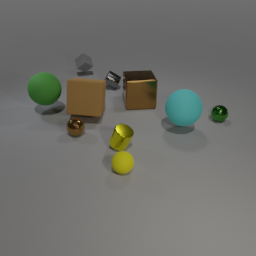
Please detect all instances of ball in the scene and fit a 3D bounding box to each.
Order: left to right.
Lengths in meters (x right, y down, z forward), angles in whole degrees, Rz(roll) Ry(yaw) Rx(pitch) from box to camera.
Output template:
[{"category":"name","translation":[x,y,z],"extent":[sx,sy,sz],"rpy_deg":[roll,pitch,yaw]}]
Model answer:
[{"category":"ball","translation":[-3.547,-1.662,11.944],"extent":[1.400,1.400,1.400],"rpy_deg":[0,30,0]},{"category":"ball","translation":[-2.009,-0.040,10.716],"extent":[0.700,0.700,0.700],"rpy_deg":[0,30,0]},{"category":"ball","translation":[-0.165,1.073,8.739],"extent":[0.700,0.700,0.700],"rpy_deg":[0,30,0]},{"category":"ball","translation":[2.121,-0.771,10.669],"extent":[1.400,1.400,1.400],"rpy_deg":[0,30,0]},{"category":"ball","translation":[3.829,-0.610,11.714],"extent":[0.700,0.700,0.700],"rpy_deg":[0,30,0]}]

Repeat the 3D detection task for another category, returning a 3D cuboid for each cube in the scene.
[{"category":"cube","translation":[-2.579,-3.819,16.451],"extent":[0.700,0.700,0.700],"rpy_deg":[16,51,-52]},{"category":"cube","translation":[-1.720,-1.316,11.737],"extent":[1.400,1.400,1.400],"rpy_deg":[4,13,1]},{"category":"cube","translation":[0.526,-1.781,13.035],"extent":[1.400,1.400,1.400],"rpy_deg":[-4,30,-6]}]

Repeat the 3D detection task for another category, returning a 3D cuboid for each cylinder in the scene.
[{"category":"cylinder","translation":[-0.823,-2.544,14.711],"extent":[0.700,0.700,0.700],"rpy_deg":[28,26,-15]},{"category":"cylinder","translation":[-0.234,0.325,9.860],"extent":[0.700,0.700,0.700],"rpy_deg":[16,39,-13]}]
